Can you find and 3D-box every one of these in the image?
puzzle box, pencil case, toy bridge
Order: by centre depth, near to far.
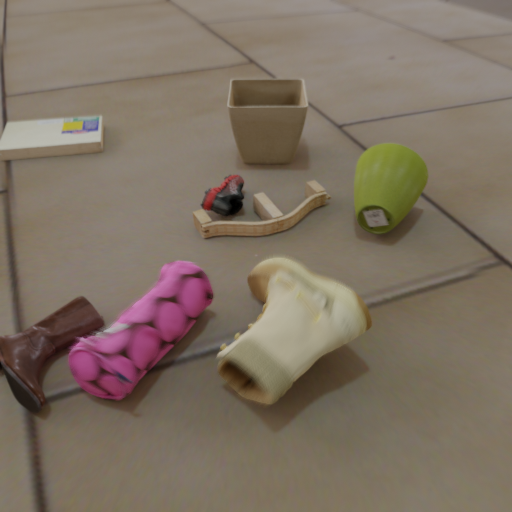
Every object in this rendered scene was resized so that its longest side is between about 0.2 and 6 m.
[{"bbox_3d":[-1.628,0.999,8.399,1.110,1.146,2.446,5,34,29],"label":"pencil case"},{"bbox_3d":[0.259,-0.886,11.528,2.979,0.405,1.002,-16,42,-21],"label":"toy bridge"},{"bbox_3d":[-5.223,-3.062,14.463,2.504,0.318,1.666,-6,37,-8],"label":"puzzle box"}]

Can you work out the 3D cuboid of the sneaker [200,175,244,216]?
[{"bbox_3d":[-0.540,-1.259,11.936,0.749,0.542,1.534,28,34,10],"label":"sneaker"}]

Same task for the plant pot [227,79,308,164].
[{"bbox_3d":[0.278,-3.217,13.618,1.809,1.601,1.807,-1,37,1],"label":"plant pot"}]

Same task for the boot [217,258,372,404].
[{"bbox_3d":[0.156,1.058,8.426,2.036,0.953,2.619,-36,32,-22],"label":"boot"}]

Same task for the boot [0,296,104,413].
[{"bbox_3d":[-2.939,1.375,8.482,1.821,0.585,1.697,-26,46,-37],"label":"boot"}]

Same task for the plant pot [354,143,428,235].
[{"bbox_3d":[2.549,-1.209,11.237,1.478,1.478,1.580,14,47,17],"label":"plant pot"}]
